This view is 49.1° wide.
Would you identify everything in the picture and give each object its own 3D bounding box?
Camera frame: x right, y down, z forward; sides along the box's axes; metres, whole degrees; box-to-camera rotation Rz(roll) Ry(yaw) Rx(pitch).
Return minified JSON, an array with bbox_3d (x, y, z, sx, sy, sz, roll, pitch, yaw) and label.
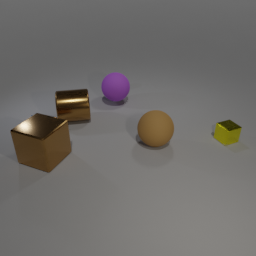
[{"bbox_3d":[-0.606,-2.018,13.753,1.400,1.400,1.400,0,31,0],"label":"ball"},{"bbox_3d":[3.953,0.177,11.142,0.700,0.700,0.700,-13,34,-21],"label":"cube"},{"bbox_3d":[1.056,0.016,10.704,1.400,1.400,1.400,0,31,0],"label":"ball"},{"bbox_3d":[-3.029,0.482,9.958,1.400,1.400,1.400,13,34,20],"label":"cube"},{"bbox_3d":[-2.415,-0.986,12.369,1.400,1.400,1.400,-6,32,-9],"label":"cylinder"}]
